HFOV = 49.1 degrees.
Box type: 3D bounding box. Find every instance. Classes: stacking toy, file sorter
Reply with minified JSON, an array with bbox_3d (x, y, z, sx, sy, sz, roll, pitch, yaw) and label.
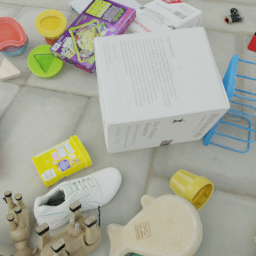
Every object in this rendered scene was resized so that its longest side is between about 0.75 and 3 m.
[{"bbox_3d":[-3.543,-2.827,10.366,2.843,1.201,2.573,-7,79,-4],"label":"stacking toy"},{"bbox_3d":[3.065,-0.548,7.600,1.334,2.174,1.509,15,54,8],"label":"file sorter"}]

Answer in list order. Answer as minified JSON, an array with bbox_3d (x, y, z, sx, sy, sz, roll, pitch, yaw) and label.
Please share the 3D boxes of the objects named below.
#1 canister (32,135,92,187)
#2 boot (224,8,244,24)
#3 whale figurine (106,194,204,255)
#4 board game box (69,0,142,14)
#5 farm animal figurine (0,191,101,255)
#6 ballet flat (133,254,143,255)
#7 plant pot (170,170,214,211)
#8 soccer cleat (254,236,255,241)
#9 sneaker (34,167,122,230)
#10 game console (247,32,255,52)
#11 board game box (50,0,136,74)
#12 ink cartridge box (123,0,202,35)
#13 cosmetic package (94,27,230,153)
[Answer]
[{"bbox_3d":[-1.774,0.873,7.500,1.312,0.568,0.975,-27,57,-18],"label":"canister"},{"bbox_3d":[4.456,-4.846,12.068,0.700,0.335,0.927,-14,53,-8],"label":"boot"},{"bbox_3d":[0.605,2.339,6.207,2.131,1.106,1.695,-21,57,13],"label":"whale figurine"},{"bbox_3d":[-0.920,-5.281,12.401,2.539,0.328,2.539,-29,57,-21],"label":"board game box"},{"bbox_3d":[-2.074,2.596,5.791,2.807,1.411,2.267,5,34,8],"label":"farm animal figurine"},{"bbox_3d":[0.143,3.653,5.096,0.910,0.951,2.701,8,53,5],"label":"ballet flat"},{"bbox_3d":[1.493,1.461,6.846,0.870,0.870,0.818,-32,45,-22],"label":"plant pot"},{"bbox_3d":[3.328,2.370,6.295,0.853,0.660,2.040,12,51,21],"label":"soccer cleat"},{"bbox_3d":[-1.139,1.580,6.731,2.317,0.928,0.815,-28,55,-21],"label":"sneaker"},{"bbox_3d":[5.442,-3.246,10.966,1.209,0.717,1.042,28,26,20],"label":"game console"},{"bbox_3d":[-1.167,-3.330,9.751,1.729,0.465,2.880,27,70,22],"label":"board game box"},{"bbox_3d":[1.199,-3.878,10.785,2.641,1.106,1.906,-33,58,-22],"label":"ink cartridge box"},{"bbox_3d":[0.666,-0.898,7.425,2.821,2.325,2.328,-8,70,-6],"label":"cosmetic package"}]
